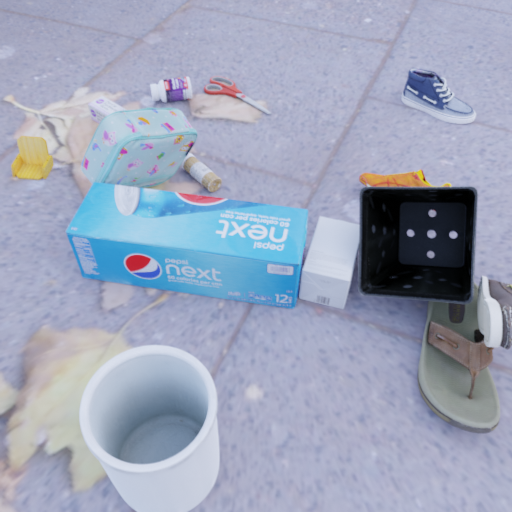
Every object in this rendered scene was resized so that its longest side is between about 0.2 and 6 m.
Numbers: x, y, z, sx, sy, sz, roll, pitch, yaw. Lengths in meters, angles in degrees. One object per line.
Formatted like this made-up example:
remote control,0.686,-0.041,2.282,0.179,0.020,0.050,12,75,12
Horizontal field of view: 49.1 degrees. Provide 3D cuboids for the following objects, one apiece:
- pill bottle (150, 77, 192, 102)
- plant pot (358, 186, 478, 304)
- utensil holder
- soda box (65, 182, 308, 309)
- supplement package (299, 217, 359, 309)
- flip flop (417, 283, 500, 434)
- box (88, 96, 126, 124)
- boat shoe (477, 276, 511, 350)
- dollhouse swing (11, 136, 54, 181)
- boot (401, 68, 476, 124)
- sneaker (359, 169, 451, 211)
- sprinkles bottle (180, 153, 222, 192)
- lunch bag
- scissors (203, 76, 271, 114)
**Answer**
pill bottle,-2.232,-4.352,14.716,1.030,0.574,0.574,-11,50,-9
plant pot,3.010,-0.314,10.019,1.906,1.902,1.691,3,10,28
utensil holder,-1.351,2.497,7.720,1.718,2.022,1.718,0,48,0
soda box,-1.215,-0.225,10.562,4.220,1.354,1.431,8,49,6
supplement package,1.425,0.112,10.579,0.883,0.872,1.457,13,50,12
flip flop,3.456,1.440,9.388,1.269,0.901,3.129,11,49,9
box,-3.136,-3.184,13.744,2.465,0.477,0.511,34,57,26
boat shoe,3.916,0.852,8.797,0.736,0.888,2.472,0,7,17
dollhouse swing,-5.154,-2.232,12.767,0.798,0.701,0.725,5,49,3
boot,4.687,-4.079,14.258,1.974,0.892,0.718,25,53,20
sneaker,3.174,-1.520,11.940,1.985,0.766,0.725,18,12,23
sprinkles bottle,-1.262,-1.885,12.662,0.390,0.390,1.143,-32,56,-25
lunch bag,-2.383,-2.128,11.659,0.887,1.845,2.301,51,38,15
scissors,-0.397,-4.330,14.967,2.258,0.157,0.826,24,51,21
